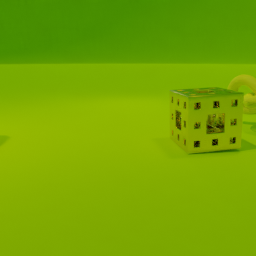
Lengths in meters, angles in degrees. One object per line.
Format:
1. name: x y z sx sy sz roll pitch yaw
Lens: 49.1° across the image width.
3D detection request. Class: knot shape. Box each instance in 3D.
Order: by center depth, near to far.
1. knot shape: 3.903 -0.781 8.032 2.045 0.945 1.913 30 2 6

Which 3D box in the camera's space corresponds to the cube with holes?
1. cube with holes: 1.793 -0.243 6.667 1.265 1.265 1.265 -5 15 -9
